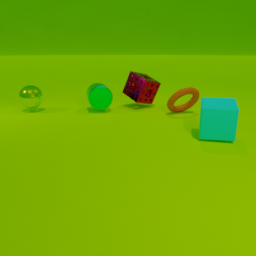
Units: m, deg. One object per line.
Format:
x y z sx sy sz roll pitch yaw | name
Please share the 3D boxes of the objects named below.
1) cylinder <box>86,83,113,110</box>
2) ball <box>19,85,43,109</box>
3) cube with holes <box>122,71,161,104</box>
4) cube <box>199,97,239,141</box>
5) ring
-1.081 -1.197 10.518 0.893 0.893 0.893 -4 17 -13 | cylinder
-3.605 -1.155 10.423 0.867 0.867 0.867 0 16 0 | ball
0.533 -1.594 11.127 0.928 0.928 0.928 0 30 -45 | cube with holes
2.338 -0.249 7.310 0.878 0.878 0.878 4 24 13 | cube
1.981 -0.996 10.039 1.237 1.237 0.247 -7 56 -23 | ring
